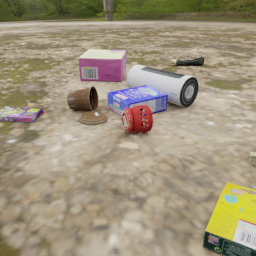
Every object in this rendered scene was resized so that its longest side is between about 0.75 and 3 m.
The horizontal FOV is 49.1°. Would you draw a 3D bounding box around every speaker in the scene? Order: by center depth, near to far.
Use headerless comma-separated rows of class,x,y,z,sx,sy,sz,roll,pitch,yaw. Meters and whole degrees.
speaker,1.161,-1.564,10.118,1.059,1.059,2.607,-21,32,-37

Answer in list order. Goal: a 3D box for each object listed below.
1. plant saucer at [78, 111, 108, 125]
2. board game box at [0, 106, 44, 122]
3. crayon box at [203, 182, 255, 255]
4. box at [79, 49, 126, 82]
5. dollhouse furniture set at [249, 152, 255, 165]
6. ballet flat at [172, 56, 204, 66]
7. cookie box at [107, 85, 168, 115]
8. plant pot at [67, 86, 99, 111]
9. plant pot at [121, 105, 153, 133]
plant saucer,-1.066,-0.326,8.544,0.910,0.134,0.910,0,24,0
board game box,-3.409,-0.432,8.717,1.313,0.212,0.788,4,21,9
crayon box,1.830,1.462,4.430,0.892,0.357,1.405,14,29,28
box,-1.113,-2.959,13.100,1.889,1.038,2.148,2,26,4
dollhouse furniture set,3.203,0.439,6.445,0.810,0.509,0.916,6,26,14
ballet flat,3.262,-3.667,15.252,1.766,0.502,0.587,0,25,1
cookie box,0.296,-0.884,9.189,1.543,0.580,1.320,-15,29,-29
plant pot,-1.482,-0.915,9.120,0.818,0.826,0.826,-2,24,15
plant pot,0.228,-0.233,7.558,0.687,0.754,0.754,-7,26,-23
